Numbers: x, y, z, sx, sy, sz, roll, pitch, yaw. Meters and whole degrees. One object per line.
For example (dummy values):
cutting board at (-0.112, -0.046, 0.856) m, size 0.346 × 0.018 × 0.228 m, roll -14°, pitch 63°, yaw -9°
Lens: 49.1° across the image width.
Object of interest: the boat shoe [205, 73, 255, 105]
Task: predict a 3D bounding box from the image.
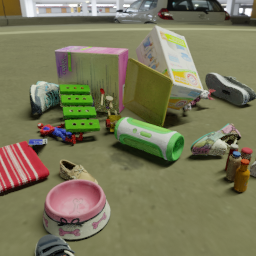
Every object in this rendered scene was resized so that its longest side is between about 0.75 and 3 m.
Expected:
boat shoe at (4.490, -1.823, 12.359) m, size 0.889 × 0.961 × 2.602 m, roll -15°, pitch 29°, yaw -20°

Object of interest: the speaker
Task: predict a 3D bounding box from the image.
speaker at (0.574, 0.283, 8.078) m, size 1.983 × 0.877 × 0.877 m, roll 18°, pitch 31°, yaw 34°

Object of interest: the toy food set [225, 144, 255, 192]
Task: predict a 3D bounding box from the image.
toy food set at (2.983, 0.803, 7.053) m, size 1.726 × 0.777 × 0.824 m, roll -23°, pitch 34°, yaw -39°

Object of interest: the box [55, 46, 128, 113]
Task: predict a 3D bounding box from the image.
box at (-1.362, -1.960, 11.117) m, size 2.584 × 2.273 × 1.249 m, roll 7°, pitch 26°, yaw 15°

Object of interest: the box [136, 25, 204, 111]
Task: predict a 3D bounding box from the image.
box at (1.488, -2.175, 10.450) m, size 1.520 × 1.369 × 2.702 m, roll 8°, pitch 57°, yaw -33°

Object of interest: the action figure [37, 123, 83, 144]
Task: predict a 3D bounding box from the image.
action figure at (-2.267, 0.098, 8.986) m, size 1.723 × 0.445 × 0.564 m, roll 11°, pitch 24°, yaw 28°

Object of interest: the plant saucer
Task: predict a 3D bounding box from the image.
plant saucer at (0.663, -1.134, 8.926) m, size 1.809 × 1.809 × 0.438 m, roll 35°, pitch 44°, yaw 31°

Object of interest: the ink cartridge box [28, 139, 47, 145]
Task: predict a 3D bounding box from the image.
ink cartridge box at (-2.646, 0.402, 8.232) m, size 0.397 × 0.157 × 0.799 m, roll -1°, pitch -1°, yaw -7°

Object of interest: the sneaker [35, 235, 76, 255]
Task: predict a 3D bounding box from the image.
sneaker at (-1.130, 2.127, 4.493) m, size 0.597 × 0.604 × 1.521 m, roll -16°, pitch 28°, yaw -27°

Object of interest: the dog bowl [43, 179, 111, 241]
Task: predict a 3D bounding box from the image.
dog bowl at (-1.057, 1.583, 5.722) m, size 1.395 × 0.514 × 1.395 m, roll -1°, pitch 25°, yaw 0°

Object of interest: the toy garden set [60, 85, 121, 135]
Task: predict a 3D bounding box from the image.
toy garden set at (-1.256, -0.621, 9.638) m, size 1.988 × 0.476 × 2.385 m, roll -2°, pitch 42°, yaw -18°

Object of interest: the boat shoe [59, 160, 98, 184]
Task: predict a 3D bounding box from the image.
boat shoe at (-1.244, 1.117, 6.834) m, size 1.222 × 0.397 × 0.441 m, roll 20°, pitch 32°, yaw 35°

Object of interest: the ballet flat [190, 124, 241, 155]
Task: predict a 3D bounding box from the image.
ballet flat at (2.681, 0.417, 8.147) m, size 2.001 × 0.692 × 0.712 m, roll -20°, pitch 52°, yaw -37°

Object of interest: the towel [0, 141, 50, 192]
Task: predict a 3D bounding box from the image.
towel at (-3.463, 1.128, 6.952) m, size 2.602 × 0.293 × 1.882 m, roll -17°, pitch 31°, yaw -30°

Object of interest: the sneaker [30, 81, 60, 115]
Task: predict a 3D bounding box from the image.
sneaker at (-3.233, -1.332, 11.311) m, size 1.160 × 1.043 × 2.687 m, roll 0°, pitch 25°, yaw -7°

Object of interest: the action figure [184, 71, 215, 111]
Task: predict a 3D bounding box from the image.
action figure at (2.172, -1.474, 11.699) m, size 2.849 × 1.908 × 2.122 m, roll 16°, pitch -10°, yaw 13°
